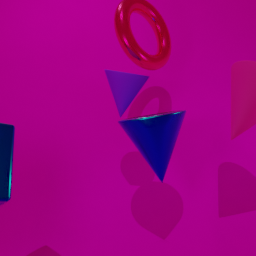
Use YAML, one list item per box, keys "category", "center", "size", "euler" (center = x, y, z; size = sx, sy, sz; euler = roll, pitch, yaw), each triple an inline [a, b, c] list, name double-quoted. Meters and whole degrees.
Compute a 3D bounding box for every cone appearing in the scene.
- category: "cone"
  center: [0.608, 0.448, 5.892]
  size: [1.440, 1.440, 1.445]
  euler: [-10, 93, -5]
- category: "cone"
  center: [-0.098, -0.743, 6.403]
  size: [1.033, 1.033, 1.036]
  euler: [10, 101, 5]
- category: "cone"
  center: [2.528, -0.385, 5.900]
  size: [1.465, 1.465, 1.470]
  euler: [29, 88, 14]

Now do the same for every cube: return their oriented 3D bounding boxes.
- category: "cube"
  center: [-2.514, 0.610, 4.250]
  size: [1.189, 1.189, 1.189]
  euler: [10, 62, -35]

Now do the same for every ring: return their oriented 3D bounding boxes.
- category: "ring"
  center: [0.441, -2.501, 7.432]
  size: [2.007, 0.401, 2.007]
  euler: [14, 69, -41]
